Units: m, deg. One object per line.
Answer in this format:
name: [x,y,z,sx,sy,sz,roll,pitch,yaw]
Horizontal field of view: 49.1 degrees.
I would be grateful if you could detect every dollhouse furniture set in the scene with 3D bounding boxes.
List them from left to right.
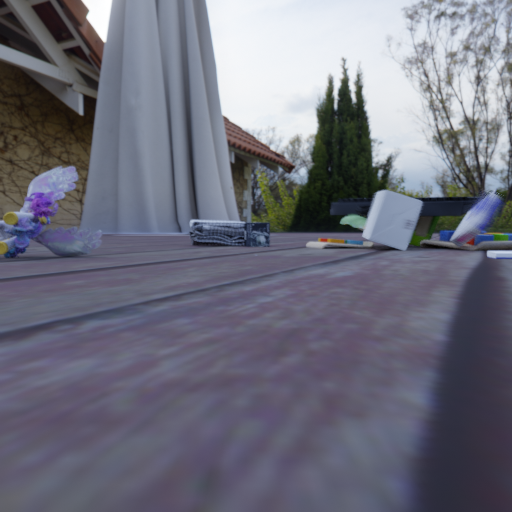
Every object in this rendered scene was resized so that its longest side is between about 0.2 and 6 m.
dollhouse furniture set: [3.691,-0.979,14.735,2.680,1.035,1.340,8,14,-33]

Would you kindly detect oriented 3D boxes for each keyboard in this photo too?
keyboard: [3.727,-1.312,14.529,2.295,0.490,3.821,-15,13,-43]

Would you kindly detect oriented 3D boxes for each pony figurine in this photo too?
pony figurine: [-3.763,-0.556,9.365,1.818,1.569,1.884,-12,11,11]

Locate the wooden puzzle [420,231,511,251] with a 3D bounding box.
wooden puzzle: [5.194,-0.379,13.350,1.777,0.444,1.919,-2,3,-26]

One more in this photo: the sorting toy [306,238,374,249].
sorting toy: [2.075,-0.316,14.005,1.368,0.250,1.267,-1,3,-14]

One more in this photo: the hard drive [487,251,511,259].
hard drive: [4.392,-0.009,9.339,0.892,0.113,0.588,0,3,9]

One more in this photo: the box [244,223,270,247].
box: [0.025,-0.562,14.852,0.641,0.652,0.404,-1,5,-7]

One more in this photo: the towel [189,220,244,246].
towel: [-1.025,-0.611,15.608,1.688,0.722,1.398,1,4,-11]

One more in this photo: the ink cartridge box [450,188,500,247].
ink cartridge box: [4.656,-0.773,11.824,0.320,0.817,1.725,34,-10,11]

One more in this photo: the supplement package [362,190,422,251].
supplement package: [3.104,-0.819,12.896,0.897,1.167,1.220,18,6,3]
